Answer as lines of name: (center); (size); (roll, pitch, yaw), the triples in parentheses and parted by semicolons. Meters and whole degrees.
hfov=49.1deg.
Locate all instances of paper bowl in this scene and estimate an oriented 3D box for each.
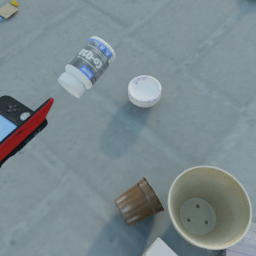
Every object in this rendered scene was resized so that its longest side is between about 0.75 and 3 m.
paper bowl: (0.474, -1.015, 8.096); (0.949, 0.493, 0.949); (0, 61, 0)

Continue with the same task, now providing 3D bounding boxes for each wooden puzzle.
wooden puzzle: (-4.329, -4.201, 10.076); (0.702, 0.122, 1.040); (37, 67, 23)

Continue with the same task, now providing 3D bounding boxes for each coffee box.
coffee box: (0.445, 2.776, 5.348); (0.659, 1.652, 0.945); (40, 68, 19)

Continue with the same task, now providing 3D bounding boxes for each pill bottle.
pill bottle: (-0.800, -1.160, 5.406); (0.626, 0.626, 1.101); (33, 77, 17)

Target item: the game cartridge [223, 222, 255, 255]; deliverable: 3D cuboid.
game cartridge: (2.962, 2.684, 6.106); (1.742, 0.334, 1.129); (11, 49, 6)

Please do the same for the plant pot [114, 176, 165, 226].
plant pot: (0.225, 1.727, 6.432); (0.894, 0.903, 0.903); (-30, 65, -6)

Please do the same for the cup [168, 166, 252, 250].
cup: (1.647, 1.819, 6.136); (1.673, 1.197, 1.673); (0, 61, 1)

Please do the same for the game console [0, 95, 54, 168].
game console: (-2.078, 0.107, 3.987); (1.541, 1.061, 1.788); (30, 61, 20)
